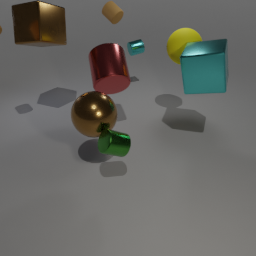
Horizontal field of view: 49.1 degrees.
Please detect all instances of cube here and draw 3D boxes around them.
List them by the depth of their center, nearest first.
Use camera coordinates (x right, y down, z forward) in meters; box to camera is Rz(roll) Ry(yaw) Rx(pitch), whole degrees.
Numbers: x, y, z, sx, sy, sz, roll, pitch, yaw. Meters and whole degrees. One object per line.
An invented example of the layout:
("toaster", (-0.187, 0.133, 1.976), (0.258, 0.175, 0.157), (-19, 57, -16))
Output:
("cube", (2.672, -2.110, 9.658), (1.400, 1.400, 1.400), (1, 34, 23))
("cube", (-3.347, -3.891, 10.662), (1.400, 1.400, 1.400), (5, 13, 29))

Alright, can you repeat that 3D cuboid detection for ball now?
("ball", (-1.013, -0.410, 8.438), (1.400, 1.400, 1.400), (0, 31, 0))
("ball", (2.227, -3.201, 11.039), (1.400, 1.400, 1.400), (0, 31, 0))

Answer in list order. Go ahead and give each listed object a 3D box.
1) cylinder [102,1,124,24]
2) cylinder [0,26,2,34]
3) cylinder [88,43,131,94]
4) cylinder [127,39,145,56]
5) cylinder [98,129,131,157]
("cylinder", (-0.672, -5.056, 12.277), (0.700, 0.700, 0.700), (47, 47, 11))
("cylinder", (-4.646, -3.408, 9.220), (0.700, 0.700, 0.700), (-30, 86, -39))
("cylinder", (-0.702, -2.191, 10.507), (1.400, 1.400, 1.400), (-7, 69, -11))
("cylinder", (0.402, -4.129, 14.376), (0.700, 0.700, 0.700), (-19, 35, -13))
("cylinder", (-0.392, 0.431, 7.957), (0.700, 0.700, 0.700), (14, 21, -34))
